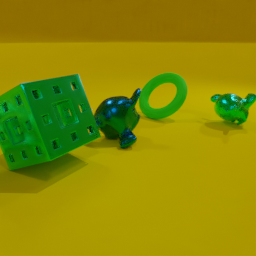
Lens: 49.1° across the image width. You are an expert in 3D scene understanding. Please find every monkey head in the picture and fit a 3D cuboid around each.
[{"bbox_3d":[-0.251,-0.169,6.773,1.735,1.046,1.248,-31,33,5],"label":"monkey head"},{"bbox_3d":[3.116,-0.715,8.163,0.964,1.151,1.599,36,7,-18],"label":"monkey head"}]

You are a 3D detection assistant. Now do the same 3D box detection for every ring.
[{"bbox_3d":[1.091,-1.041,8.936,1.682,1.682,0.336,17,-16,41],"label":"ring"}]

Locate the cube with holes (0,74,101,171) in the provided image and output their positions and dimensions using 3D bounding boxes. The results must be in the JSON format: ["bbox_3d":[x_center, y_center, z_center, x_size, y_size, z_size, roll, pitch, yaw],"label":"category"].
[{"bbox_3d":[-1.651,-0.126,5.533,1.356,1.356,1.356,-16,6,38],"label":"cube with holes"}]
